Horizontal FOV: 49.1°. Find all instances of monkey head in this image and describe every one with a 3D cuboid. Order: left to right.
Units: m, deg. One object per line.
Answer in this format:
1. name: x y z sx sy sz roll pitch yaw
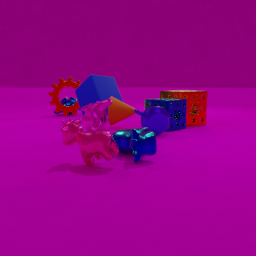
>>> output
1. monkey head: -2.676 -0.892 12.879 1.383 0.995 0.834 -9 47 -3
2. monkey head: -0.812 -0.332 7.965 1.011 0.847 1.406 -20 8 4

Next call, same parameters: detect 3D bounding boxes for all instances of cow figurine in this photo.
1. cow figurine: -0.686 0.178 4.798 0.934 0.919 0.513 -21 10 35
2. cow figurine: 0.068 0.283 5.438 1.146 0.629 1.127 -1 6 27

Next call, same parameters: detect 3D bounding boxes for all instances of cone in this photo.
1. cone: -0.078 -0.535 8.974 0.947 0.944 0.944 2 9 9

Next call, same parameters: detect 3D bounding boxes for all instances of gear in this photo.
1. gear: -2.590 -1.366 12.187 1.629 1.629 0.301 0 3 -1

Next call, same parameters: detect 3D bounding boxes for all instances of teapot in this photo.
1. teapot: 0.731 -0.219 7.657 1.320 0.821 0.646 23 12 -27

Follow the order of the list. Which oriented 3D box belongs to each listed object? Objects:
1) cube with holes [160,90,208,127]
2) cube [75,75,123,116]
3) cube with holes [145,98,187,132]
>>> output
1. cube with holes: 1.898 -0.708 9.722 1.154 1.154 1.154 -5 11 -30
2. cube: -1.141 -1.226 10.978 1.205 1.205 1.205 -4 -23 -46
3. cube with holes: 1.174 -0.441 8.779 0.929 0.929 0.929 -9 12 -43
